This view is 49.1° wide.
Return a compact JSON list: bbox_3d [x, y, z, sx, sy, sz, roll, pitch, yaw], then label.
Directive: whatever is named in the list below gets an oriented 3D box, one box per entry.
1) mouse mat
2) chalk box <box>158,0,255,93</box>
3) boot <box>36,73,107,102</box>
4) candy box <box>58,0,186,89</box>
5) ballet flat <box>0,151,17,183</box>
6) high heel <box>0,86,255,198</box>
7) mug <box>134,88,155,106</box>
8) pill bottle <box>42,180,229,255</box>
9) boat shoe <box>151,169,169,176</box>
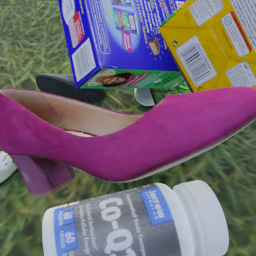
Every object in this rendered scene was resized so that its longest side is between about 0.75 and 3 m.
[{"bbox_3d":[1.493,-0.916,7.262,2.158,0.101,2.682,1,57,-26],"label":"mouse mat"},{"bbox_3d":[2.335,-1.704,5.095,2.888,1.788,1.797,-27,89,-42],"label":"chalk box"},{"bbox_3d":[-1.519,-1.429,8.279,2.066,0.700,1.350,10,41,-1],"label":"boot"},{"bbox_3d":[0.107,-2.013,5.652,2.687,1.035,2.272,-7,81,-37],"label":"candy box"},{"bbox_3d":[-2.614,0.583,6.336,0.562,0.520,1.668,24,51,21],"label":"ballet flat"},{"bbox_3d":[-0.319,-0.183,2.666,2.815,1.353,0.949,-20,3,28],"label":"high heel"},{"bbox_3d":[0.549,-1.342,7.795,0.824,1.116,0.978,-9,42,6],"label":"mug"},{"bbox_3d":[0.108,1.745,4.523,2.637,1.500,1.500,-12,47,-10],"label":"pill bottle"},{"bbox_3d":[0.204,0.758,6.170,1.380,0.516,0.472,-2,52,-1],"label":"boat shoe"}]
